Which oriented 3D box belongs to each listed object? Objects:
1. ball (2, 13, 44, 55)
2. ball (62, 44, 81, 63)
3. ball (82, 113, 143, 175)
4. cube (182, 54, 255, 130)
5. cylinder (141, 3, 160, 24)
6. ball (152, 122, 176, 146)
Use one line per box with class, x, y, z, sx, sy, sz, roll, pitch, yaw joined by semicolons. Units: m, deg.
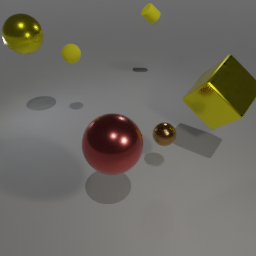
ball;-3.739;-3.339;10.012;1.400;1.400;1.400;0;31;0
ball;-2.108;-2.768;10.423;0.700;0.700;0.700;0;31;0
ball;-0.349;0.365;6.392;1.400;1.400;1.400;0;31;0
cube;2.799;-1.033;8.438;1.400;1.400;1.400;44;65;-4
cylinder;1.144;-5.722;14.019;0.700;0.700;0.700;30;15;-34
ball;1.073;0.182;8.257;0.700;0.700;0.700;0;31;0
